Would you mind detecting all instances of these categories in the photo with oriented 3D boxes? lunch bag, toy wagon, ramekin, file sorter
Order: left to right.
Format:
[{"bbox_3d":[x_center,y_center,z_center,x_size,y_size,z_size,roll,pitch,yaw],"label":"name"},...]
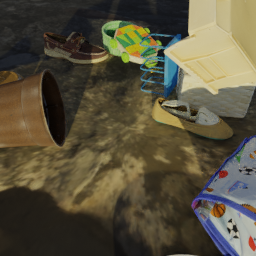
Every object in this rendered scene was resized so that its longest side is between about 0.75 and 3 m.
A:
[{"bbox_3d":[-0.272,-3.601,11.328,1.595,0.779,1.595,4,46,-4],"label":"ramekin"},{"bbox_3d":[0.457,-2.946,10.335,1.692,0.431,2.180,-28,68,-26],"label":"toy wagon"},{"bbox_3d":[0.995,-2.016,8.865,1.004,1.636,1.135,14,41,23],"label":"file sorter"},{"bbox_3d":[2.671,1.394,4.606,2.617,1.620,2.225,35,50,25],"label":"lunch bag"}]

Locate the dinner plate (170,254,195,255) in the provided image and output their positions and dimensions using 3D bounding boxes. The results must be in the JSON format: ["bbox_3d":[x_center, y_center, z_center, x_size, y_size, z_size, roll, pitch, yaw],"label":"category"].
[{"bbox_3d":[0.895,2.982,3.635,2.641,0.320,2.641,0,40,0],"label":"dinner plate"}]

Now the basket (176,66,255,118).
[{"bbox_3d":[2.473,-1.219,8.032,2.070,1.403,1.277,5,41,6],"label":"basket"}]

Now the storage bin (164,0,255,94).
[{"bbox_3d":[1.835,-2.398,5.764,1.215,2.574,2.592,-6,73,38],"label":"storage bin"}]

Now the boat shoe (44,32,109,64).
[{"bbox_3d":[-2.059,-3.185,10.800,2.738,0.986,0.988,16,41,19],"label":"boat shoe"}]

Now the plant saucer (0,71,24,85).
[{"bbox_3d":[-4.201,-1.487,9.242,1.642,0.291,1.642,0,39,0],"label":"plant saucer"}]

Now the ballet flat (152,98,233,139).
[{"bbox_3d":[1.680,-0.286,7.407,2.233,0.704,0.766,15,41,17],"label":"ballet flat"}]

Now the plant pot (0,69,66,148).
[{"bbox_3d":[-2.640,-0.319,6.710,1.865,1.884,1.884,-9,39,1],"label":"plant pot"}]
